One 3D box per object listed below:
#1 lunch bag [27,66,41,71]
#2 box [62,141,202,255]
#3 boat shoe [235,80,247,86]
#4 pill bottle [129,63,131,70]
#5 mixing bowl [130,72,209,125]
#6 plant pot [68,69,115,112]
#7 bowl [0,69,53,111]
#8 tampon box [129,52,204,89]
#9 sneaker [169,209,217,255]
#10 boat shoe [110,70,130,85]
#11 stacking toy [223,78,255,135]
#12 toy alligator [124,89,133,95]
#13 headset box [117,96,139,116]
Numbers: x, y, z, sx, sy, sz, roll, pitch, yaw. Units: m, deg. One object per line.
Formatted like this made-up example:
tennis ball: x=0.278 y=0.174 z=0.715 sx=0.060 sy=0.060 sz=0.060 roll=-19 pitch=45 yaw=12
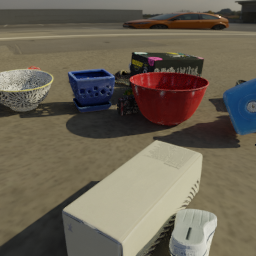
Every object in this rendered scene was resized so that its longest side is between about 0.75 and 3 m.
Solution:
lunch bag: x=-5.234 y=-3.080 z=15.514 sx=0.790 sy=0.696 sz=0.324 roll=-9 pitch=25 yaw=-19
box: x=0.279 y=1.321 z=5.211 sx=1.213 sy=1.010 sz=2.953 roll=16 pitch=29 yaw=32
boat shoe: x=4.941 y=-1.218 z=11.037 sx=1.017 sy=0.915 sz=2.875 roll=-4 pitch=24 yaw=-7
pill bottle: x=0.527 y=-3.456 z=16.271 sx=0.771 sy=0.771 sz=1.389 roll=-9 pitch=25 yaw=-19
mixing bowl: x=1.399 y=-0.997 z=9.863 sx=2.686 sy=1.455 sz=2.686 roll=0 pitch=23 yaw=0
plant pot: x=-1.450 y=-1.467 z=11.037 sx=1.540 sy=1.384 sz=1.540 roll=-8 pitch=25 yaw=-19
bowl: x=-4.169 y=-1.392 z=11.029 sx=2.456 sy=1.152 sz=2.456 roll=3 pitch=29 yaw=-2
tampon box: x=1.687 y=-2.468 z=12.690 sx=2.659 sy=1.679 sz=1.993 roll=-8 pitch=25 yaw=-28
sneaker: x=1.027 y=1.833 z=4.571 sx=0.697 sy=0.675 sz=1.908 roll=6 pitch=3 yaw=25
boat shoe: x=-0.275 y=-2.710 z=14.691 sx=2.116 sy=0.686 sz=0.761 roll=20 pitch=31 yaw=38
stacking toy: x=4.115 y=-0.766 z=9.232 sx=1.424 sy=1.505 sz=2.594 roll=-21 pitch=-2 yaw=24
toy alligator: x=0.216 y=-1.715 z=13.017 sx=0.954 sy=0.229 sz=0.316 roll=-14 pitch=28 yaw=-28
headset box: x=-0.021 y=-0.828 z=10.544 sx=0.832 sy=0.619 sz=0.321 roll=-10 pitch=26 yaw=-20
